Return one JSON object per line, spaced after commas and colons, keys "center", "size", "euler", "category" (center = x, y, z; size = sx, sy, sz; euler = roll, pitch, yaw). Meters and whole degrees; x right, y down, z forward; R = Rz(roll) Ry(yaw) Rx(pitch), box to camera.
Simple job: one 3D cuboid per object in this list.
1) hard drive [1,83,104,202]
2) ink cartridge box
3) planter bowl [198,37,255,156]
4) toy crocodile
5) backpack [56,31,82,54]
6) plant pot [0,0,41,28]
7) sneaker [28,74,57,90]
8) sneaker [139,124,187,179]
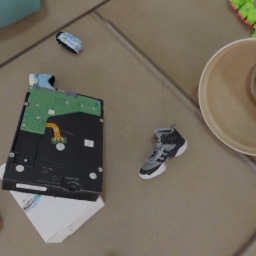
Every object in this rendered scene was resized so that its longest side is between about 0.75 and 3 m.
{"center": [-1.507, 0.224, 6.248], "size": [1.896, 0.513, 2.713], "euler": [12, 47, -18], "category": "hard drive"}
{"center": [-1.763, 1.484, 6.757], "size": [1.460, 1.467, 2.000], "euler": [-38, 73, -15], "category": "ink cartridge box"}
{"center": [3.589, -0.955, 7.300], "size": [1.933, 2.873, 2.873], "euler": [-23, 67, -39], "category": "planter bowl"}
{"center": [4.026, -3.992, 9.488], "size": [0.769, 0.703, 2.278], "euler": [-3, 58, -46], "category": "toy crocodile"}
{"center": [-1.839, -2.702, 8.944], "size": [0.589, 0.625, 0.766], "euler": [-41, 77, -7], "category": "backpack"}
{"center": [-4.118, -4.412, 8.827], "size": [2.324, 2.473, 2.473], "euler": [-20, 68, -23], "category": "plant pot"}
{"center": [-2.312, -0.824, 8.119], "size": [0.871, 0.759, 1.937], "euler": [-13, 68, -9], "category": "sneaker"}
{"center": [0.792, 0.562, 7.382], "size": [1.608, 0.915, 0.607], "euler": [-38, 29, -14], "category": "sneaker"}
